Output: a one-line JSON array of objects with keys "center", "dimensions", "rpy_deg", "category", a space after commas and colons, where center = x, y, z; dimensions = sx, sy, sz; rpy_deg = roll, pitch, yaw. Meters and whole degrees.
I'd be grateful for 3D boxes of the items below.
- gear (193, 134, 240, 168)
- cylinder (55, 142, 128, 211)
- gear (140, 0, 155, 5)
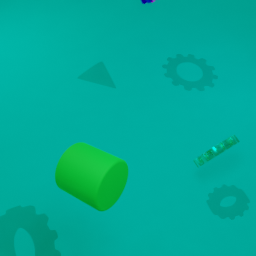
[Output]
[{"center": [1.994, 0.531, 6.343], "dimensions": [1.075, 1.075, 0.199], "rpy_deg": [-27, 75, -17], "category": "gear"}, {"center": [-0.489, 0.655, 3.863], "dimensions": [0.734, 0.734, 0.734], "rpy_deg": [20, 57, 28], "category": "cylinder"}, {"center": [1.157, -4.355, 8.400], "dimensions": [1.795, 0.332, 1.795], "rpy_deg": [-24, 31, 16], "category": "gear"}]
